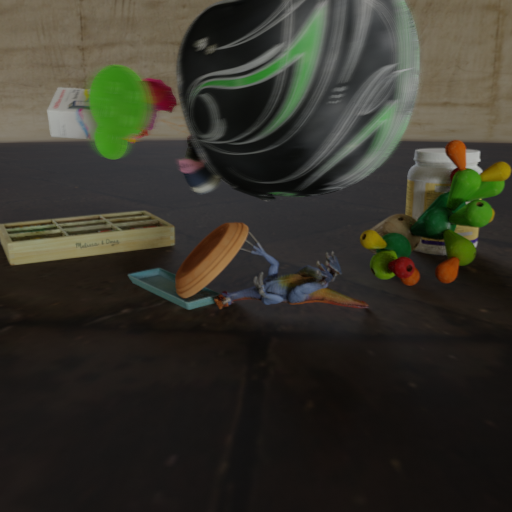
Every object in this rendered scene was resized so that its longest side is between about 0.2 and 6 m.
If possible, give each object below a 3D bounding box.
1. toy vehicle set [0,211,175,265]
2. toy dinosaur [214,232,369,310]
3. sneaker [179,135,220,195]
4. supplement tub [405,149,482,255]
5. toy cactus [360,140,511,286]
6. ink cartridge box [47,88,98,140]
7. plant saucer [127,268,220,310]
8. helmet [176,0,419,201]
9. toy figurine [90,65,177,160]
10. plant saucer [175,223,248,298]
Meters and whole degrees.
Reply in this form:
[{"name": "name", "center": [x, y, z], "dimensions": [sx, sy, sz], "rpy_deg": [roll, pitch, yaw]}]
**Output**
[{"name": "toy vehicle set", "center": [-3.306, -0.413, 10.916], "dimensions": [3.001, 0.398, 1.865], "rpy_deg": [-8, 17, -28]}, {"name": "toy dinosaur", "center": [0.314, 0.526, 7.373], "dimensions": [1.589, 1.751, 0.919], "rpy_deg": [-31, 15, 29]}, {"name": "sneaker", "center": [-0.791, -1.917, 9.425], "dimensions": [0.637, 0.745, 1.815], "rpy_deg": [-10, 48, 27]}, {"name": "supplement tub", "center": [3.477, -1.033, 10.425], "dimensions": [1.335, 1.836, 1.335], "rpy_deg": [0, 15, 0]}, {"name": "toy cactus", "center": [2.599, -0.529, 9.083], "dimensions": [3.099, 1.584, 2.557], "rpy_deg": [-45, 11, -25]}, {"name": "ink cartridge box", "center": [-3.036, -2.595, 10.274], "dimensions": [1.334, 0.584, 0.969], "rpy_deg": [1, 41, -5]}, {"name": "plant saucer", "center": [-1.217, 0.465, 8.127], "dimensions": [0.583, 0.158, 1.668], "rpy_deg": [-12, 19, -38]}, {"name": "helmet", "center": [0.718, -2.323, 7.477], "dimensions": [2.858, 2.998, 2.998], "rpy_deg": [-11, 7, 32]}, {"name": "toy figurine", "center": [-1.803, -2.265, 8.797], "dimensions": [1.057, 1.408, 1.296], "rpy_deg": [27, 27, 16]}, {"name": "plant saucer", "center": [-0.671, 0.005, 7.805], "dimensions": [1.361, 0.255, 1.361], "rpy_deg": [-41, 17, 15]}]
